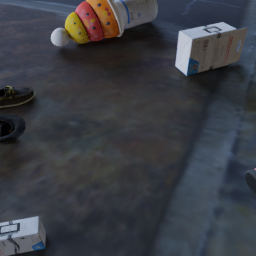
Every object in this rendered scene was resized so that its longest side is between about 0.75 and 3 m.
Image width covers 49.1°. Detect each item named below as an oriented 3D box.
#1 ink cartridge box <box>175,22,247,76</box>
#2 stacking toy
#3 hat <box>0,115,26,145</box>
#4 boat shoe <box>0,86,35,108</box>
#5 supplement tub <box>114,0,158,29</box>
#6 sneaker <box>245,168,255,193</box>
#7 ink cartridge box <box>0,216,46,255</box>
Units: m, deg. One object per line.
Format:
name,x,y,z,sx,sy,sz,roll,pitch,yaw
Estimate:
ink cartridge box,3.045,-2.975,10.342,2.443,1.415,0.815,-17,43,-19
stacking toy,-1.852,-4.261,11.806,2.959,2.162,2.162,-33,49,-7
hat,-3.400,0.143,7.613,1.233,0.497,1.233,4,44,-4
boat shoe,-3.845,-1.006,8.827,1.768,0.532,0.630,-20,46,-21
supplement tub,0.241,-5.465,13.134,2.017,1.331,1.331,-27,49,-27
sneaker,3.451,1.493,6.036,0.953,0.594,1.778,-14,41,-11
ink cartridge box,-2.203,2.099,5.336,1.116,0.647,0.378,-8,43,-7
